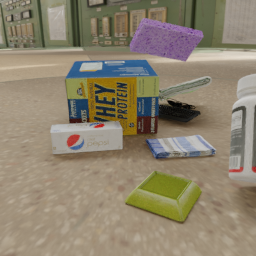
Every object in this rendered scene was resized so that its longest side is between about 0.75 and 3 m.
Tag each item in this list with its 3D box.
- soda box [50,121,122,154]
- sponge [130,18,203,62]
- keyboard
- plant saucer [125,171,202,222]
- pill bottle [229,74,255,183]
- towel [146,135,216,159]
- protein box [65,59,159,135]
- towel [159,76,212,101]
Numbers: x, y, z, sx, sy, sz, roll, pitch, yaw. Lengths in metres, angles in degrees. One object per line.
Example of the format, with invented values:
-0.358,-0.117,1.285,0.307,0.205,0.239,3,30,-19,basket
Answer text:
-1.073,0.239,7.330,1.817,0.619,0.578,-3,21,-10,soda box
0.996,-2.260,7.306,1.722,0.961,0.257,5,60,-20,sponge
1.460,-0.748,10.010,2.268,0.449,1.180,16,33,43,keyboard
0.693,1.170,5.247,1.138,0.273,1.137,12,22,28,plant saucer
2.554,0.048,5.333,1.114,1.957,1.114,7,-10,1,pill bottle
1.353,0.458,7.380,1.593,0.190,1.170,-3,19,-8,towel
-0.503,-1.089,9.034,2.608,1.773,2.627,-2,24,-4,protein box
2.034,-1.378,10.531,1.860,0.383,2.493,-15,0,6,towel
